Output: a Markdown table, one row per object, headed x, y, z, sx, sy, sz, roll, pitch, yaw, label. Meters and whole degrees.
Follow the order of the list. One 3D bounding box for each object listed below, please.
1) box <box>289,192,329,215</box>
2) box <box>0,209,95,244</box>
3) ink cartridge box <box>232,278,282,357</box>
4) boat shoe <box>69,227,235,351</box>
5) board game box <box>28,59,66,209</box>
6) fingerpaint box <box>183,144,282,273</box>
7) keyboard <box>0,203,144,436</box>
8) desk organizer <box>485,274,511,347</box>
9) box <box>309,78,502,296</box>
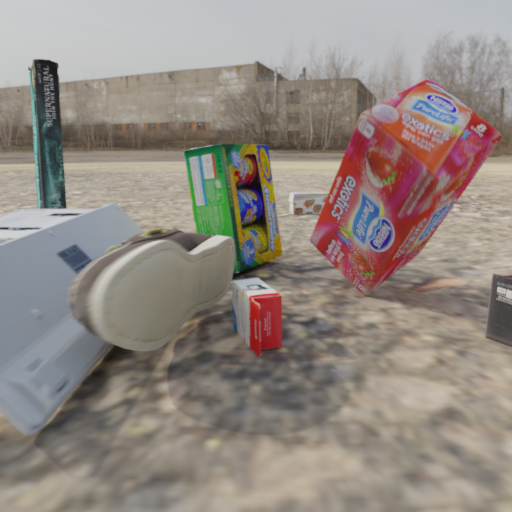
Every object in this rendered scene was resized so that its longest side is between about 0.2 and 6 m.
| x | y | z | sx | sy | sz | roll | pitch | yaw | label |
| --- | --- | --- | --- | --- | --- | --- | --- | --- | --- |
| 2.357 | -1.434 | 15.065 | 2.921 | 0.565 | 0.605 | -1 | 12 | -6 | box |
| -3.070 | -0.073 | 7.887 | 1.668 | 0.860 | 2.861 | 0 | 11 | -2 | box |
| 0.023 | 0.587 | 5.530 | 0.311 | 0.537 | 0.924 | -5 | 13 | -17 | ink cartridge box |
| -0.992 | 0.203 | 5.382 | 0.800 | 0.966 | 2.690 | 11 | 12 | 16 | boat shoe |
| -4.170 | -2.042 | 11.181 | 0.473 | 3.356 | 2.270 | -4 | 12 | -23 | board game box |
| -0.284 | -0.742 | 8.476 | 0.669 | 1.823 | 1.521 | -4 | 7 | 28 | fingerpaint box |
| -1.810 | 0.204 | 6.030 | 1.384 | 0.262 | 4.916 | 41 | 11 | -5 | keyboard |
| 3.088 | 0.650 | 4.978 | 0.723 | 0.674 | 1.879 | -4 | 13 | -29 | desk organizer |
| 1.638 | -0.723 | 6.646 | 1.165 | 2.337 | 1.116 | -33 | 68 | -28 | box |
